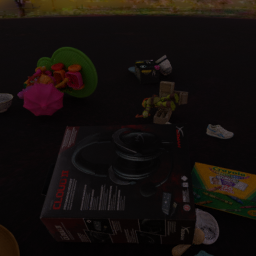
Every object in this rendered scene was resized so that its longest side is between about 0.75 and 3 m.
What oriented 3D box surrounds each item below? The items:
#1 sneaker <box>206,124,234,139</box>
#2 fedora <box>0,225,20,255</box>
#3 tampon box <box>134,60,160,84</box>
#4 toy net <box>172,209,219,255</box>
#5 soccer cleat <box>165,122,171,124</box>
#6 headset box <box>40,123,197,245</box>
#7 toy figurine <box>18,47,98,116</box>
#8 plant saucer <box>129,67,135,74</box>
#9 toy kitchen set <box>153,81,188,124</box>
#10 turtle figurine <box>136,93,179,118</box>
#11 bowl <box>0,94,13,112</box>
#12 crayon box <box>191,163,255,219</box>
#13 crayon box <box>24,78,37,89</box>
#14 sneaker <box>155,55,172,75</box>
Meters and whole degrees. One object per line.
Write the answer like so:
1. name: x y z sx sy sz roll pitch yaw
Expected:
1. sneaker: 2.986 0.114 9.075 0.843 0.340 0.322 12 28 20
2. fedora: -2.986 2.108 4.440 2.468 1.007 2.468 0 26 0
3. tampon box: 0.956 -2.900 14.407 1.017 0.857 1.357 -5 28 -10
4. toy net: 1.382 2.150 4.935 1.247 0.459 2.378 5 27 13
5. soccer cleat: 1.152 0.469 7.710 0.879 0.711 2.036 40 23 -6
6. headset box: -0.230 1.044 5.577 2.886 1.115 2.148 0 47 7
7. toy figurine: -3.137 -1.622 10.854 2.995 2.248 2.756 11 38 21
8. plant saucer: 0.589 -3.218 15.734 1.138 0.219 1.138 0 26 0
9. toy kitchen set: 1.551 -0.889 10.040 1.012 1.240 1.119 8 28 15
10. turtle figurine: 1.090 -0.971 10.292 1.445 0.577 1.792 -4 27 34
11. bowl: -5.005 -0.922 10.910 1.089 0.511 1.089 -1 27 0
12. crayon box: 2.248 1.398 6.378 1.671 0.487 0.992 10 29 19
13. crayon box: -4.091 -2.142 13.294 1.041 0.510 1.752 2 27 3
14. sneaker: 1.955 -3.340 15.426 0.881 0.928 2.305 -35 4 13
